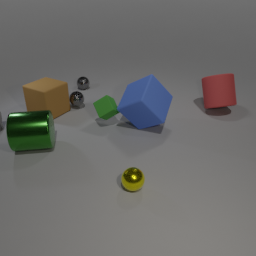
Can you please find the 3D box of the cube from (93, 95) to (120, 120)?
[{"bbox_3d":[-0.875,-0.828,11.469,0.700,0.700,0.700,-29,-16,15],"label":"cube"}]

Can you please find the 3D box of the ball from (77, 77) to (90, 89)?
[{"bbox_3d":[-2.460,-2.468,15.354,0.700,0.700,0.700,0,29,0],"label":"ball"}]

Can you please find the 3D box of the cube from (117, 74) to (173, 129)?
[{"bbox_3d":[0.685,-0.996,11.099,1.400,1.400,1.400,-16,42,45],"label":"cube"}]

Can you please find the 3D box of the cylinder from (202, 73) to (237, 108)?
[{"bbox_3d":[4.110,-1.655,12.667,1.400,1.400,1.400,-7,3,0],"label":"cylinder"}]

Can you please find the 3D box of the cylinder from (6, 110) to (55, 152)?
[{"bbox_3d":[-3.437,0.092,10.055,1.400,1.400,1.400,-5,30,-7],"label":"cylinder"}]

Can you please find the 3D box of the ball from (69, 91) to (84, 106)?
[{"bbox_3d":[-2.401,-1.375,13.129,0.700,0.700,0.700,0,29,0],"label":"ball"}]

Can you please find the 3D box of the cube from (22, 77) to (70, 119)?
[{"bbox_3d":[-3.627,-1.331,12.600,1.400,1.400,1.400,17,33,28],"label":"cube"}]

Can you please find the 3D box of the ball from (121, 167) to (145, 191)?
[{"bbox_3d":[0.148,1.506,8.269,0.700,0.700,0.700,0,29,0],"label":"ball"}]

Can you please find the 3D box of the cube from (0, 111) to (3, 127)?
[{"bbox_3d":[-5.543,-0.378,11.202,0.700,0.700,0.700,-15,71,-1],"label":"cube"}]
